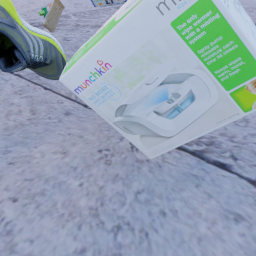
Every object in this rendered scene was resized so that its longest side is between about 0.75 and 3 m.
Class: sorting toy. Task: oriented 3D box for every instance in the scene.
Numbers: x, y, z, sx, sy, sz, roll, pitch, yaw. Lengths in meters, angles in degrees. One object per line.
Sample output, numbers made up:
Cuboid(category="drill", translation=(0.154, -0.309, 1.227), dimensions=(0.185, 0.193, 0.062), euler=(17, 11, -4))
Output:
Cuboid(category="sorting toy", translation=(-1.597, -2.386, 5.800), dimensions=(0.126, 0.634, 0.858), euler=(27, 3, 2))

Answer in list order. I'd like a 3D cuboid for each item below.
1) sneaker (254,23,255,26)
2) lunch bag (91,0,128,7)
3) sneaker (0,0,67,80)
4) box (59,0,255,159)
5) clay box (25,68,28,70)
Cuboid(category="sneaker", translation=(3.011, -2.510, 7.334), dimensions=(1.456, 0.544, 0.587), euler=(-12, 50, 16))
Cuboid(category="lunch bag", translation=(-0.541, -3.717, 7.237), dimensions=(0.988, 1.162, 0.720), euler=(-3, 52, 8))
Cuboid(category="sneaker", translation=(-1.923, -1.343, 4.978), dimensions=(0.931, 2.520, 1.020), euler=(-21, 69, 17))
Cuboid(category="box", translation=(0.715, -1.103, 4.948), dimensions=(2.828, 2.495, 1.367), euler=(-29, 30, 36))
Cuboid(category="clay box", translation=(-3.031, -2.304, 7.814), dimensions=(1.137, 1.979, 0.471), euler=(-9, 75, 12))
